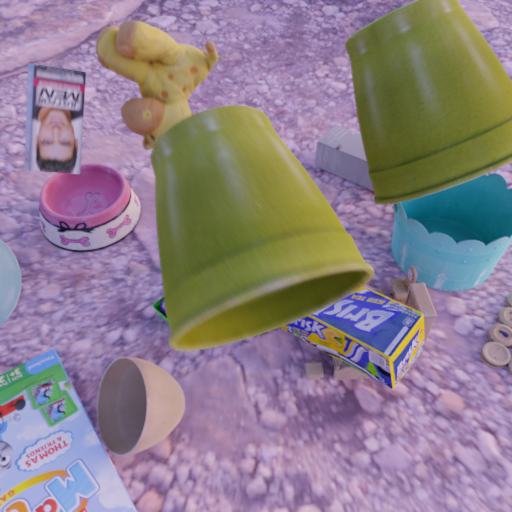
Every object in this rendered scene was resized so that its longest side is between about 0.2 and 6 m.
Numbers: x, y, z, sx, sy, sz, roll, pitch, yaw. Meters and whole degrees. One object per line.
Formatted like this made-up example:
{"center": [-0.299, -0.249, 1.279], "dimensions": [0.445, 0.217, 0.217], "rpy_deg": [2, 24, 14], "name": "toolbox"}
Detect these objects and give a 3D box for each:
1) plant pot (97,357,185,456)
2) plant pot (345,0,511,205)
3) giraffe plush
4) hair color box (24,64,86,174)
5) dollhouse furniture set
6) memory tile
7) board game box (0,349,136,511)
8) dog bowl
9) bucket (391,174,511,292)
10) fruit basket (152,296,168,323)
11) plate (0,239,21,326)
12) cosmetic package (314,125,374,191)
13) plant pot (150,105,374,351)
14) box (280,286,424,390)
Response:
{"center": [-1.655, 2.258, 8.537], "dimensions": [0.950, 1.415, 1.415], "rpy_deg": [10, 35, -43], "name": "plant pot"}
{"center": [2.928, -2.782, 9.642], "dimensions": [2.960, 2.850, 2.960], "rpy_deg": [-23, 9, 4], "name": "plant pot"}
{"center": [-1.779, -2.908, 10.247], "dimensions": [2.379, 1.929, 2.053], "rpy_deg": [7, 4, -16], "name": "giraffe plush"}
{"center": [-3.474, -2.339, 9.663], "dimensions": [0.866, 1.750, 0.531], "rpy_deg": [-1, 17, -32], "name": "hair color box"}
{"center": [1.832, 1.050, 9.659], "dimensions": [2.146, 1.048, 1.830], "rpy_deg": [-4, 48, -3], "name": "dollhouse furniture set"}
{"center": [4.901, 1.473, 9.875], "dimensions": [1.447, 0.158, 1.888], "rpy_deg": [27, 54, 22], "name": "memory tile"}
{"center": [-3.442, 3.083, 8.169], "dimensions": [2.303, 0.557, 3.045], "rpy_deg": [-27, 54, -22], "name": "board game box"}
{"center": [-3.537, -1.107, 11.756], "dimensions": [2.128, 0.785, 2.128], "rpy_deg": [0, 48, 1], "name": "dog bowl"}
{"center": [3.743, -0.571, 10.775], "dimensions": [2.368, 1.541, 2.368], "rpy_deg": [0, 48, 0], "name": "bucket"}
{"center": [-1.428, 0.902, 10.002], "dimensions": [0.787, 0.787, 0.568], "rpy_deg": [34, 57, 26], "name": "fruit basket"}
{"center": [-5.476, 0.419, 9.959], "dimensions": [2.427, 0.310, 2.427], "rpy_deg": [10, 64, -22], "name": "plate"}
{"center": [2.313, -2.220, 12.766], "dimensions": [1.755, 0.791, 0.937], "rpy_deg": [24, 49, 23], "name": "cosmetic package"}
{"center": [-0.226, -0.447, 7.473], "dimensions": [2.718, 2.718, 2.617], "rpy_deg": [-17, 74, -14], "name": "plant pot"}
{"center": [1.277, 0.974, 9.368], "dimensions": [2.912, 0.936, 1.020], "rpy_deg": [26, 59, 35], "name": "box"}
